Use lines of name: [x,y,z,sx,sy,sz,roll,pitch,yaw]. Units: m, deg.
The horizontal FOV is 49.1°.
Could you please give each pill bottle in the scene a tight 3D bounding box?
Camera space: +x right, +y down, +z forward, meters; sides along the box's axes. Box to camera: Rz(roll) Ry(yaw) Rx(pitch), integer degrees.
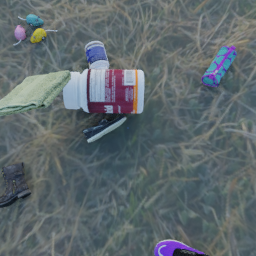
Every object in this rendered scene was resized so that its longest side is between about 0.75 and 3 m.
pill bottle: [-0.796,-1.258,9.621,2.624,1.498,1.498,1,72,0]
pill bottle: [-1.119,-2.502,10.418,0.746,0.746,1.290,-15,71,-5]

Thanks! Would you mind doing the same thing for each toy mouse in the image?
toy mouse: [-3.987,-4.038,11.135,1.752,0.339,1.557,-35,75,-11]

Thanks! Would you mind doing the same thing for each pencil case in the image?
pencil case: [3.380,-2.270,10.347,0.680,0.738,1.598,33,74,5]

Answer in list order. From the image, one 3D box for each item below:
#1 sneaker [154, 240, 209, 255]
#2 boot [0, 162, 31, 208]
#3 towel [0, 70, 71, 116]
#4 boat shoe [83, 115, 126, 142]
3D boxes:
sneaker: [1.790,3.828,8.227,2.012,1.001,0.700,15,73,4]
boot: [-3.929,1.858,9.190,1.403,0.486,1.221,-23,72,-16]
towel: [-2.477,-0.984,7.458,1.571,0.386,2.117,-7,30,18]
boat shoe: [-0.800,-0.086,9.730,1.574,0.565,0.532,-28,79,-7]
